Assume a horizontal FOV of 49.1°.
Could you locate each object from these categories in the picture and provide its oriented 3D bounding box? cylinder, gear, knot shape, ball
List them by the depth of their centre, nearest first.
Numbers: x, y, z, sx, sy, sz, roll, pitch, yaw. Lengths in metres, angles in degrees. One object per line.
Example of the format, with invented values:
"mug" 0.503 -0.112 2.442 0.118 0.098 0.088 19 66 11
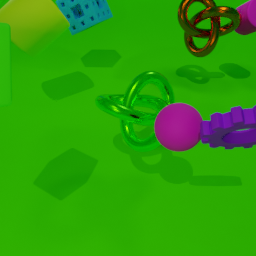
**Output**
"gear" 1.620 0.025 3.955 1.157 1.157 0.214 0 68 0
"ball" 0.831 -0.011 4.589 0.801 0.801 0.801 0 38 0
"knot shape" 0.286 -0.285 5.540 1.713 0.791 1.603 -13 57 -11
"cylinder" -2.471 -2.764 7.272 1.377 1.377 1.377 -42 45 2
"knot shape" 2.210 -3.162 8.273 1.729 1.847 0.854 44 38 -17
"cylinder" 3.721 -3.329 8.372 0.909 0.909 0.909 -8 7 -10

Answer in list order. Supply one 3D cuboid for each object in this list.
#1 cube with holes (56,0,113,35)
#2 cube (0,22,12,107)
"cube with holes" -1.425 -3.984 9.404 1.146 1.146 1.146 -14 23 29
"cube" -1.921 -0.721 3.020 0.912 0.912 0.912 18 21 32
